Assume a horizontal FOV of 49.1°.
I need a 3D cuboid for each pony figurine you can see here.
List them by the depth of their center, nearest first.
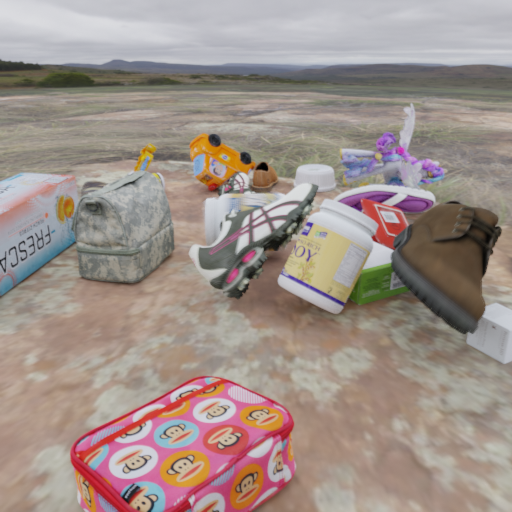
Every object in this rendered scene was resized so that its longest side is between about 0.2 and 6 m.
[{"bbox_3d":[3.588,-2.442,14.649,2.642,2.200,2.550,-3,-14,19],"label":"pony figurine"}]

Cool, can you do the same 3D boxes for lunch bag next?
[{"bbox_3d":[-0.743,1.931,5.503,1.710,0.795,1.941,15,25,43],"label":"lunch bag"},{"bbox_3d":[-2.465,-0.614,10.554,1.385,1.667,1.987,7,23,17],"label":"lunch bag"}]

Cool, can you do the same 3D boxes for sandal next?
[{"bbox_3d":[3.095,-1.193,13.341,2.564,1.043,0.630,-3,63,-8],"label":"sandal"}]

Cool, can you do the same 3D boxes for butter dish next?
[{"bbox_3d":[2.482,-0.403,11.202,1.212,0.896,1.208,9,50,-32],"label":"butter dish"}]

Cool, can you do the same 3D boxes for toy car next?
[{"bbox_3d":[-1.963,-2.475,16.700,3.973,1.322,1.949,-1,-27,45],"label":"toy car"}]

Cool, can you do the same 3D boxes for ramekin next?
[{"bbox_3d":[1.698,-2.260,16.156,1.234,0.575,1.234,0,23,0],"label":"ramekin"}]

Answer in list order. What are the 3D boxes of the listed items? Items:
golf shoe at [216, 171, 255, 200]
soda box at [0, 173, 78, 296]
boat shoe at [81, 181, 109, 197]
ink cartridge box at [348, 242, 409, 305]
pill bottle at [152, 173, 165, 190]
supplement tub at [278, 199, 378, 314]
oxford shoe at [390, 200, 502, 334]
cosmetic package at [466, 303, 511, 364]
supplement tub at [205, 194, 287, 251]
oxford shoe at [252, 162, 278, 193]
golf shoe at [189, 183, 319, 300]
[{"bbox_3d":[-0.423,-1.577,14.512,0.863,0.757,1.960,21,30,5],"label":"golf shoe"},{"bbox_3d":[-4.751,-0.340,10.170,1.337,1.438,4.204,4,22,10],"label":"soda box"},{"bbox_3d":[-3.150,-1.391,13.074,1.871,0.697,0.686,13,43,-36],"label":"boat shoe"},{"bbox_3d":[1.802,0.176,10.013,1.188,0.609,1.607,-12,25,-27],"label":"ink cartridge box"},{"bbox_3d":[-3.083,-1.871,15.142,1.105,0.615,0.615,-16,27,-34],"label":"pill bottle"},{"bbox_3d":[1.151,0.007,8.832,1.124,1.546,1.124,27,0,0],"label":"supplement tub"},{"bbox_3d":[2.808,-0.101,8.076,1.257,1.460,3.458,39,24,-7],"label":"oxford shoe"},{"bbox_3d":[3.420,1.074,7.864,0.539,0.543,0.648,-12,25,-28],"label":"cosmetic package"},{"bbox_3d":[-0.181,-0.651,10.982,1.564,1.131,1.131,-1,22,-1],"label":"supplement tub"},{"bbox_3d":[0.271,-2.453,16.472,0.738,0.737,2.069,0,20,4],"label":"oxford shoe"},{"bbox_3d":[0.048,-0.507,9.380,1.141,1.000,2.590,39,66,12],"label":"golf shoe"}]
